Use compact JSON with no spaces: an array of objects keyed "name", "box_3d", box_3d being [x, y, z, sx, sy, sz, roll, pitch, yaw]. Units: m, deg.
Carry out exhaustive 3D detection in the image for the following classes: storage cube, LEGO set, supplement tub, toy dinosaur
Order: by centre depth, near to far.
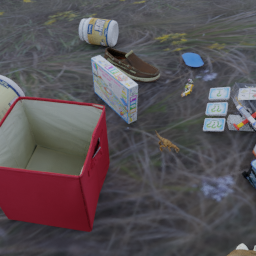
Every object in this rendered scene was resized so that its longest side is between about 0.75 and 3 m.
[{"name":"storage cube","box_3d":[-2.028,0.965,7.685,2.879,2.588,2.461,6,45,7]},{"name":"toy dinosaur","box_3d":[1.234,0.467,9.519,1.133,0.602,0.342,34,43,-10]},{"name":"supplement tub","box_3d":[-4.932,-0.484,9.712,1.812,1.812,2.500,12,46,12]},{"name":"LEGO set","box_3d":[3.896,-0.748,9.841,2.431,0.597,1.816,2,66,36]},{"name":"LEGO set","box_3d":[2.491,-1.659,12.013,0.327,0.404,0.878,22,75,42]},{"name":"supplement tub","box_3d":[-1.529,-5.063,14.767,1.819,1.315,1.315,11,45,11]}]

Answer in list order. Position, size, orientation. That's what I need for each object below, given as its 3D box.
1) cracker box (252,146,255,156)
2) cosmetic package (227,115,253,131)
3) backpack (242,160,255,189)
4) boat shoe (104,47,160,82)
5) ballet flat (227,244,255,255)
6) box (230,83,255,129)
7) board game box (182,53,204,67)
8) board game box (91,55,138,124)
[{"name":"cracker box","box_3d":[4.471,0.704,9.171,0.252,0.874,0.585,-13,46,-13]},{"name":"cosmetic package","box_3d":[4.225,-0.190,10.461,0.908,0.368,0.512,3,44,5]},{"name":"backpack","box_3d":[4.561,1.515,8.050,1.613,1.295,1.763,-16,50,-11]},{"name":"boat shoe","box_3d":[0.102,-2.960,12.789,2.883,1.067,1.065,20,48,19]},{"name":"ballet flat","box_3d":[3.151,3.193,6.858,2.014,0.683,0.728,0,24,0]},{"name":"box","box_3d":[5.447,-0.820,10.614,2.577,0.623,2.041,2,43,-14]},{"name":"board game box","box_3d":[3.153,-3.267,13.736,0.914,0.225,1.157,-4,50,-11]},{"name":"board game box","box_3d":[-0.547,-1.520,10.882,0.427,1.676,2.494,-27,51,-25]}]
